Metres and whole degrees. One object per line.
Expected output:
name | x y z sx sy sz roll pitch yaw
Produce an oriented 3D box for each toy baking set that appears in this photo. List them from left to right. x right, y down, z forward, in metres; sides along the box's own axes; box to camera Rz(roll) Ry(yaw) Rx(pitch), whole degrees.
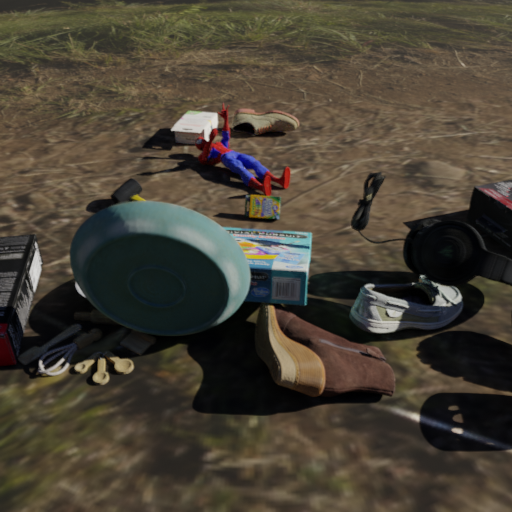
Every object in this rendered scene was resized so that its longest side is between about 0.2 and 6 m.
toy baking set | -2.793 1.442 9.384 2.105 0.245 1.616 6 34 8

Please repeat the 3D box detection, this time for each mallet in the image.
mallet | -2.393 -1.215 13.110 2.202 0.453 0.725 22 61 24

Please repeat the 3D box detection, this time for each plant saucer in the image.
plant saucer | -1.510 0.380 8.663 2.826 2.826 0.387 2 42 2

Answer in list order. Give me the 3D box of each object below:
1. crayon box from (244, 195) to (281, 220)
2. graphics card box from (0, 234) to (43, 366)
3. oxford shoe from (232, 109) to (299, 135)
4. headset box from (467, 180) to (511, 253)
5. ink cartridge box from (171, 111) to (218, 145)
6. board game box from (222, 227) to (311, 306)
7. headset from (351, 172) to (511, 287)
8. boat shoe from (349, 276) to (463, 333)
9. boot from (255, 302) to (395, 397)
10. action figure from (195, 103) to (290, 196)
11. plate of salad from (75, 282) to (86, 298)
crayon box | 0.138 -1.130 12.998 0.836 0.526 0.216 4 3 7
graphics card box | -5.039 0.755 9.930 1.934 0.784 3.083 -7 35 -8
oxford shoe | 0.263 -4.023 17.400 2.096 0.742 0.774 6 56 13
headset box | 6.069 -0.925 12.336 2.460 0.923 1.828 -12 35 -17
ink cartridge box | -1.870 -3.842 17.065 0.989 0.568 1.689 8 34 11
board game box | -0.040 0.093 10.363 2.042 0.635 2.705 4 16 6
headset | 3.382 -0.308 10.012 3.374 1.585 2.084 17 5 2
boat shoe | 2.723 0.773 9.781 2.369 0.760 0.873 -3 32 -25
boot | 1.027 1.494 9.097 1.891 0.822 2.273 8 24 -15
action figure | -0.574 -2.915 14.823 1.090 1.653 3.340 -26 39 -34
plate of salad | -2.143 0.534 10.429 2.330 0.560 2.330 2 20 -1
